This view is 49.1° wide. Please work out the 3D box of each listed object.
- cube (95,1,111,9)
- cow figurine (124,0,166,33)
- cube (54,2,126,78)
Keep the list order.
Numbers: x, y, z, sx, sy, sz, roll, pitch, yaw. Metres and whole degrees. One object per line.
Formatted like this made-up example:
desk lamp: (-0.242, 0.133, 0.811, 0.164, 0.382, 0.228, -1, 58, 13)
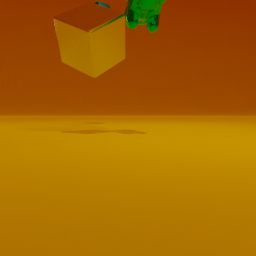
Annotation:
cube: (-1.199, -4.539, 11.429, 0.830, 0.830, 0.830, -9, 6, 33)
cow figurine: (0.312, -2.578, 5.582, 0.804, 1.442, 1.465, 6, -31, -11)
cube: (-0.766, -1.885, 5.939, 1.041, 1.041, 1.041, 30, 52, 27)
